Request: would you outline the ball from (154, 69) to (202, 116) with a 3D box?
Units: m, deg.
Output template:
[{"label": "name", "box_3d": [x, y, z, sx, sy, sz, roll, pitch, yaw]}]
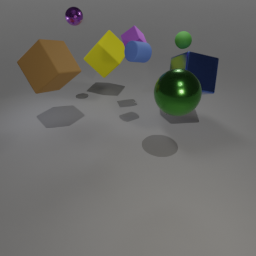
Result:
[{"label": "ball", "box_3d": [1.465, -1.046, 8.293, 1.400, 1.400, 1.400, 0, 30, 0]}]

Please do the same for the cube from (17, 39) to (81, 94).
[{"label": "cube", "box_3d": [-2.908, -2.290, 10.443, 1.400, 1.400, 1.400, -32, -1, 28]}]

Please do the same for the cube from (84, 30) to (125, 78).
[{"label": "cube", "box_3d": [-1.059, -3.654, 13.895, 1.400, 1.400, 1.400, -32, 23, 44]}]

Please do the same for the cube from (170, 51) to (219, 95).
[{"label": "cube", "box_3d": [2.573, -2.133, 11.248, 1.400, 1.400, 1.400, 7, 1, -20]}]

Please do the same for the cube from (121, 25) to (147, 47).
[{"label": "cube", "box_3d": [0.251, -3.427, 11.039, 0.700, 0.700, 0.700, -29, 62, 24]}]

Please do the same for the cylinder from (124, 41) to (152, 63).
[{"label": "cylinder", "box_3d": [0.349, -2.651, 9.767, 0.700, 0.700, 0.700, -9, 28, -43]}]

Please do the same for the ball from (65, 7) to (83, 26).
[{"label": "ball", "box_3d": [-2.123, -4.400, 11.034, 0.700, 0.700, 0.700, 0, 30, 0]}]

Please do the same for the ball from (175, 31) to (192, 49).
[{"label": "ball", "box_3d": [2.288, -3.636, 11.599, 0.700, 0.700, 0.700, 0, 30, 0]}]
